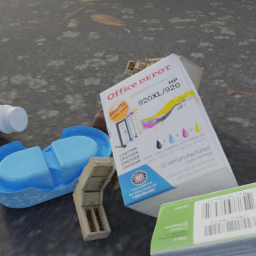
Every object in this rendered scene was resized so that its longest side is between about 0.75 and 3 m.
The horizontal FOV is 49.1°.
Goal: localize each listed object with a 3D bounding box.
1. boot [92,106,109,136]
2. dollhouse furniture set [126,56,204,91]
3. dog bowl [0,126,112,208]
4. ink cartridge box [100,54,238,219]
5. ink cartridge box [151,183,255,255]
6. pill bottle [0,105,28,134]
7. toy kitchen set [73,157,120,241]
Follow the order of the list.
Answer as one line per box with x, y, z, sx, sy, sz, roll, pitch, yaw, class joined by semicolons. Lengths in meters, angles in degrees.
0.479;-0.550;7.515;2.250;0.979;2.705;16;45;9;boot
0.838;-1.265;7.697;0.929;1.088;2.099;18;-2;-38;dollhouse furniture set
-1.641;0.817;6.056;2.708;0.671;1.509;-17;40;-22;dog bowl
0.718;0.216;5.116;1.648;1.619;2.239;-25;58;16;ink cartridge box
1.387;1.812;3.098;1.251;2.409;0.714;-22;21;26;ink cartridge box
-3.283;-0.214;7.184;1.280;0.731;0.731;0;35;22;pill bottle
-0.325;1.254;5.121;0.915;1.122;1.012;5;41;-31;toy kitchen set
